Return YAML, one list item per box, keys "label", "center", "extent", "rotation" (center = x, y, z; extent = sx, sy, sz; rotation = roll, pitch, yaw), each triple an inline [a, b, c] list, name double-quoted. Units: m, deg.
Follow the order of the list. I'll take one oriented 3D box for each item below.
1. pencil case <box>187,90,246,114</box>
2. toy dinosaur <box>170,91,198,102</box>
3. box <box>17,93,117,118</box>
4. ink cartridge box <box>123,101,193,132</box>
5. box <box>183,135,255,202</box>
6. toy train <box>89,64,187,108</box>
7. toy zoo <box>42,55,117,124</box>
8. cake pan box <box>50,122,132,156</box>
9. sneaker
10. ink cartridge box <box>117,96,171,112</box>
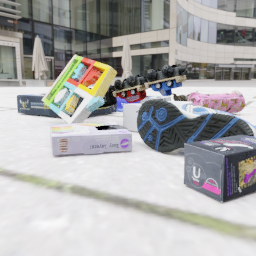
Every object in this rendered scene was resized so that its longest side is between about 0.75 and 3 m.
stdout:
- label: "pencil case"
  center: [2.970, -0.845, 9.464]
  extent: [1.980, 0.856, 0.820]
  rotation: [-6, 21, -21]
- label: "toy dinosaur"
  center: [2.671, -1.325, 13.178]
  extent: [1.986, 0.764, 1.016]
  rotation: [-11, 2, -26]
- label: "box"
  center: [-2.119, -0.858, 9.869]
  extent: [2.795, 0.713, 2.204]
  rotation: [7, 11, 32]
- label: "ink cartridge box"
  center: [0.758, -0.300, 6.869]
  extent: [1.117, 0.644, 1.539]
  rotation: [7, 12, 35]
- label: "box"
  center: [1.178, 0.411, 3.172]
  extent: [0.963, 0.511, 0.589]
  rotation: [-6, 11, -30]
- label: "toy train"
  center: [0.106, -0.923, 6.770]
  extent: [2.882, 0.660, 0.492]
  rotation: [-9, 6, 37]
- label: "toy zoo"
  center: [-1.262, -0.987, 7.194]
  extent: [0.261, 1.676, 2.555]
  rotation: [37, -4, -39]
- label: "cake pan box"
  center: [-0.701, 0.162, 5.102]
  extent: [1.400, 0.366, 1.289]
  rotation: [-2, 12, -15]
- label: "sneaker"
  center: [1.069, 0.058, 4.693]
  extent: [0.895, 0.880, 2.324]
  rotation: [4, 12, -44]
- label: "ink cartridge box"
  center: [0.504, -1.013, 11.436]
  extent: [1.347, 0.531, 2.709]
  rotation: [9, 14, 38]
